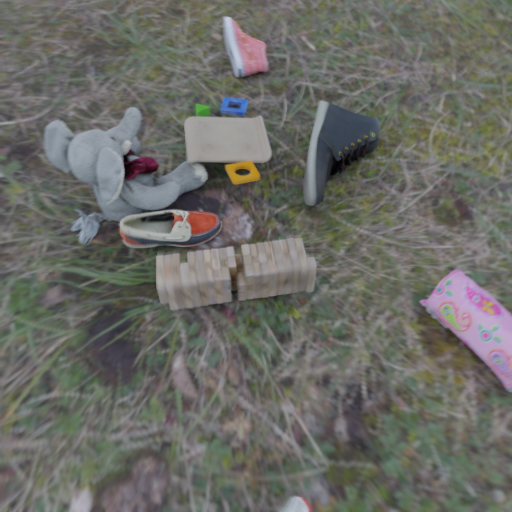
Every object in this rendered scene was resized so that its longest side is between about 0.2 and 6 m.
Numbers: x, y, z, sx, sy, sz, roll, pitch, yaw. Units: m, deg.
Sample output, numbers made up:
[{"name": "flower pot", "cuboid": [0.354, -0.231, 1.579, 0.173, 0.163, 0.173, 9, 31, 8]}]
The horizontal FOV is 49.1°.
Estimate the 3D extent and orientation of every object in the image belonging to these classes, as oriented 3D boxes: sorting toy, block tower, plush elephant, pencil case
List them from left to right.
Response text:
[{"name": "plush elephant", "cuboid": [-2.604, -1.724, 10.327, 2.245, 2.111, 2.726, 34, 65, 18]}, {"name": "sorting toy", "cuboid": [-0.612, -2.312, 11.531, 1.668, 0.403, 2.962, -4, 46, -7]}, {"name": "block tower", "cuboid": [-0.355, 0.308, 9.874, 2.704, 0.730, 0.782, -6, 52, -4]}, {"name": "pencil case", "cuboid": [3.814, 1.237, 9.301, 0.964, 0.964, 2.205, -34, 64, -18]}]

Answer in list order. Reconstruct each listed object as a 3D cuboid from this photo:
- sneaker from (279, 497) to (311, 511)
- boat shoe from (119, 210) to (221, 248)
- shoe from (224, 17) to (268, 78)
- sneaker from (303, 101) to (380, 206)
[{"name": "sneaker", "cuboid": [-0.726, 4.189, 7.277, 3.422, 1.332, 1.406, -29, 63, -17]}, {"name": "boat shoe", "cuboid": [-1.581, -0.564, 10.479, 1.916, 0.599, 0.682, -7, 62, -10]}, {"name": "shoe", "cuboid": [-0.250, -4.931, 13.151, 0.778, 0.611, 1.711, -11, 65, -8]}, {"name": "sneaker", "cuboid": [1.734, -2.042, 11.195, 1.366, 0.962, 2.572, 11, 60, 4]}]
